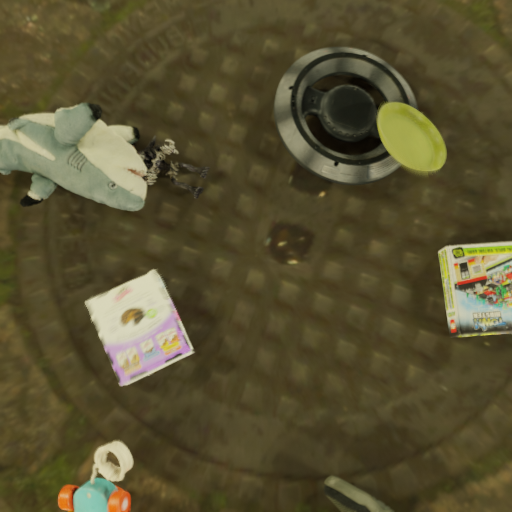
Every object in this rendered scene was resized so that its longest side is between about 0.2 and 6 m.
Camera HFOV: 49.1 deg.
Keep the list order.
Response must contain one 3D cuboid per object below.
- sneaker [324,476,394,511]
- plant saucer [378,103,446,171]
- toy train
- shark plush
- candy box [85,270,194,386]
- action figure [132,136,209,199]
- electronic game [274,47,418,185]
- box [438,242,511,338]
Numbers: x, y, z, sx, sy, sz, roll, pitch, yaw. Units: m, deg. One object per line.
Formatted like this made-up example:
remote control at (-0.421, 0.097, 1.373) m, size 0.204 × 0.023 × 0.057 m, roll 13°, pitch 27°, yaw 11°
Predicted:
sneaker at (1.677, 4.233, 8.026) m, size 2.203 × 0.842 × 1.262 m, roll 42°, pitch 74°, yaw 3°
plant saucer at (2.482, -1.892, 9.079) m, size 1.343 × 0.209 × 1.343 m, roll 14°, pitch 57°, yaw -22°
toy train at (-1.392, 3.972, 7.859) m, size 2.189 × 0.810 × 2.914 m, roll -45°, pitch 81°, yaw 17°
shark plush at (-3.552, -1.500, 8.972) m, size 3.667 × 1.666 × 1.527 m, roll 1°, pitch 89°, yaw -1°
candy box at (-1.832, 1.132, 8.873) m, size 1.206 × 0.514 × 1.438 m, roll -25°, pitch 79°, yaw -5°
action figure at (-1.533, -1.516, 9.354) m, size 1.433 × 0.731 × 0.852 m, roll 22°, pitch 89°, yaw 5°
electronic game at (1.565, -2.434, 9.629) m, size 2.557 × 0.532 × 2.557 m, roll 2°, pitch 76°, yaw -8°
box at (4.412, 0.498, 9.037) m, size 2.664 × 0.462 × 1.466 m, roll -4°, pitch 78°, yaw -1°
